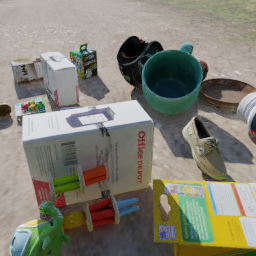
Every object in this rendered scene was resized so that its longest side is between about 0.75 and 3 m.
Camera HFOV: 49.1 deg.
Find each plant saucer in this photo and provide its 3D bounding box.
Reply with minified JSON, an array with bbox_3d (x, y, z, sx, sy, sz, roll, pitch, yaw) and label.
[{"bbox_3d":[4.126,-1.425,11.629,2.405,0.440,2.405,0,33,0],"label":"plant saucer"}]

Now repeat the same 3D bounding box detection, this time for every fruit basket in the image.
[{"bbox_3d":[-3.695,-0.824,10.584,1.089,0.510,1.008,-8,33,-19],"label":"fruit basket"}]

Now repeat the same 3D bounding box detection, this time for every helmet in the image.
[{"bbox_3d":[0.754,-2.782,12.177,2.231,2.127,2.231,-19,51,26],"label":"helmet"}]

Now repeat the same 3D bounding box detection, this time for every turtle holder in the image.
[{"bbox_3d":[-1.728,2.132,5.328,0.895,1.261,0.958,16,16,23],"label":"turtle holder"}]

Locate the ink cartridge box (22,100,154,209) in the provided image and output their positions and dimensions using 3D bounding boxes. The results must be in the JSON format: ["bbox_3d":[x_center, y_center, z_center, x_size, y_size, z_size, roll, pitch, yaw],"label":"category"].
[{"bbox_3d":[-0.916,0.628,6.886,2.848,2.062,1.201,-9,34,-14],"label":"ink cartridge box"}]

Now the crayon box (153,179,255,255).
[{"bbox_3d":[1.930,1.988,6.010,2.819,0.727,1.772,3,33,3],"label":"crayon box"}]

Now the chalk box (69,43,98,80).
[{"bbox_3d":[-2.137,-3.296,13.505,0.964,1.556,0.971,24,40,32],"label":"chalk box"}]

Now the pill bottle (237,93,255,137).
[{"bbox_3d":[4.627,-0.139,8.697,1.430,1.430,2.391,-12,33,-18],"label":"pill bottle"}]

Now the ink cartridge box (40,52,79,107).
[{"bbox_3d":[-2.829,-2.053,11.511,0.924,1.587,2.178,-14,35,-24],"label":"ink cartridge box"}]

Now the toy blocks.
[{"bbox_3d":[-0.705,1.470,6.148,1.823,1.520,0.662,-11,11,-16],"label":"toy blocks"}]

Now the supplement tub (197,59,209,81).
[{"bbox_3d":[2.835,-2.403,12.536,1.115,1.115,1.820,22,37,31],"label":"supplement tub"}]

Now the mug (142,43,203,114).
[{"bbox_3d":[1.787,-1.697,10.461,2.565,1.586,2.108,-30,67,-9],"label":"mug"}]

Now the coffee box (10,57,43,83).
[{"bbox_3d":[-4.417,-2.870,13.441,2.090,0.834,1.181,-14,29,-22],"label":"coffee box"}]

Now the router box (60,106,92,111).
[{"bbox_3d":[-1.664,-0.272,9.868,1.537,0.375,1.379,-3,33,-4],"label":"router box"}]

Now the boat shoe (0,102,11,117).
[{"bbox_3d":[-5.218,-0.590,10.233,1.747,0.622,0.563,-10,25,-28],"label":"boat shoe"}]

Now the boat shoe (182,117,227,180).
[{"bbox_3d":[2.236,0.536,7.989,0.732,0.660,2.030,2,45,-26],"label":"boat shoe"}]
